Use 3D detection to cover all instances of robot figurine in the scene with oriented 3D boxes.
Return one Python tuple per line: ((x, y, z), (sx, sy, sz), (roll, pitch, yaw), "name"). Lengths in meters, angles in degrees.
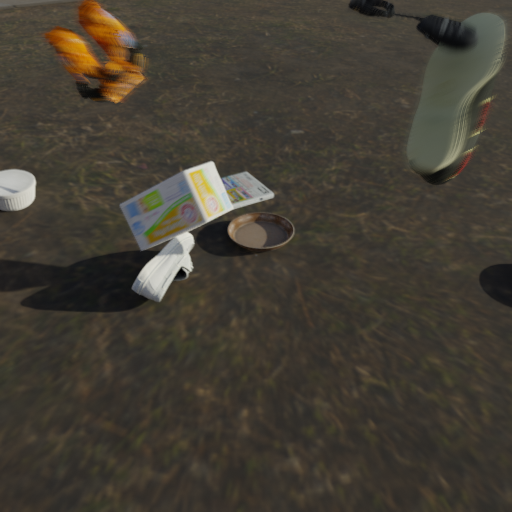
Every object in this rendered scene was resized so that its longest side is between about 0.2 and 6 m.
((-3.230, -4.125, 11.751), (1.728, 2.384, 0.694), (-42, 67, 0), "robot figurine")

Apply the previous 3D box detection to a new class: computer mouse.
((2.608, -3.867, 9.421), (2.239, 0.381, 0.656), (23, 46, 12), "computer mouse")

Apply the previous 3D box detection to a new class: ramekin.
((-5.831, -1.531, 13.333), (1.153, 0.537, 1.153), (4, 39, -3), "ramekin")

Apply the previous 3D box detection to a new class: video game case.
((-0.450, -1.628, 13.892), (1.253, 0.152, 1.376), (-18, 40, -25), "video game case")

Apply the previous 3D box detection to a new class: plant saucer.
((0.104, -0.492, 12.195), (1.444, 0.232, 1.444), (-1, 34, 0), "plant saucer")

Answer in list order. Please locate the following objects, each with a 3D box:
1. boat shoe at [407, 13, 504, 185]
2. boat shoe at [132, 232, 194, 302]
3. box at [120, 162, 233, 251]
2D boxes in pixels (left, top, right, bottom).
((3.589, -2.808, 10.059), (1.144, 3.127, 0.980), (19, -5, 31), "boat shoe")
((-1.612, 0.210, 10.857), (0.694, 0.729, 2.025), (35, 29, 1), "boat shoe")
((-1.318, -0.811, 9.268), (1.595, 0.897, 0.808), (-21, 7, 35), "box")
